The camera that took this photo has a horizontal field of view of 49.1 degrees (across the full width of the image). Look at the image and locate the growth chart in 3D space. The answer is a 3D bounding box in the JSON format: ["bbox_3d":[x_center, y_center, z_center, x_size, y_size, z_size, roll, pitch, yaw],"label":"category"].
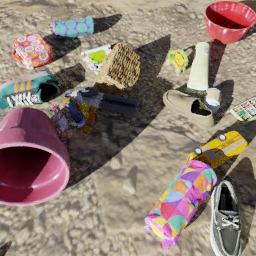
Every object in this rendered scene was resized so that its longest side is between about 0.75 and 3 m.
[{"bbox_3d":[-1.013,-3.050,13.087,1.729,0.212,2.389,-28,61,-19],"label":"growth chart"}]

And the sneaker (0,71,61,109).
[{"bbox_3d":[-4.110,-1.405,11.430,2.833,1.011,1.132,-29,55,-21],"label":"sneaker"}]

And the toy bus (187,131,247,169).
[{"bbox_3d":[3.142,0.872,10.002,2.107,0.686,0.825,-26,60,-18],"label":"toy bus"}]

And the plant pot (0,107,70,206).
[{"bbox_3d":[-3.324,0.718,9.100,2.750,2.750,2.461,-10,39,-7],"label":"plant pot"}]

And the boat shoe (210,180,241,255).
[{"bbox_3d":[2.974,2.800,8.540,0.867,0.780,2.451,3,54,2],"label":"boat shoe"}]

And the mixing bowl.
[{"bbox_3d":[4.900,-5.043,13.870,2.431,1.317,2.431,0,53,0],"label":"mixing bowl"}]

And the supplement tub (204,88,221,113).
[{"bbox_3d":[3.449,-1.121,11.453,0.647,0.647,0.890,14,55,10],"label":"supplement tub"}]

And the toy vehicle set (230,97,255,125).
[{"bbox_3d":[4.969,-0.708,11.447,1.340,0.178,0.833,-25,58,-17],"label":"toy vehicle set"}]

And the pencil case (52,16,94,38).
[{"bbox_3d":[-2.750,-5.115,14.195,2.030,0.864,0.938,-10,73,-8],"label":"pencil case"}]

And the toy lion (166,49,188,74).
[{"bbox_3d":[2.247,-3.097,12.604,0.392,1.093,1.140,-28,58,-19],"label":"toy lion"}]

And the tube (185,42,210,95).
[{"bbox_3d":[3.207,-2.628,12.526,0.746,0.668,2.572,-13,57,46],"label":"tube"}]

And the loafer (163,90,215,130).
[{"bbox_3d":[2.463,-0.903,11.164,2.417,0.815,0.919,34,62,22],"label":"loafer"}]

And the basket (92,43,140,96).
[{"bbox_3d":[-0.432,-2.350,12.220,1.444,1.507,2.023,28,60,-21],"label":"basket"}]

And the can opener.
[{"bbox_3d":[-0.879,-1.109,11.248,2.605,0.871,0.695,12,80,9],"label":"can opener"}]

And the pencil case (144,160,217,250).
[{"bbox_3d":[1.669,2.271,8.744,1.227,1.227,2.777,33,62,21],"label":"pencil case"}]

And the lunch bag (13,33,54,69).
[{"bbox_3d":[-4.558,-3.625,13.180,1.647,0.766,1.870,-28,59,-19],"label":"lunch bag"}]

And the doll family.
[{"bbox_3d":[-1.812,-0.505,10.260,1.039,1.432,2.307,-20,21,18],"label":"doll family"}]
